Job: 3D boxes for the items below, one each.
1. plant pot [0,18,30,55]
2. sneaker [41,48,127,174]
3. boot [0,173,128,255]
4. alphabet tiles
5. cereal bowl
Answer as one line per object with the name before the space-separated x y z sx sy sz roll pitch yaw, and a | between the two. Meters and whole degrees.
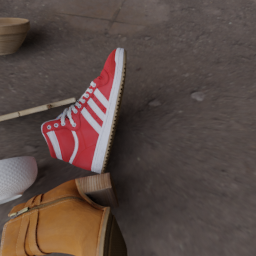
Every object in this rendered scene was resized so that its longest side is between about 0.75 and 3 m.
plant pot | -3.934 -2.748 8.437 1.982 0.915 1.982 1 28 0
sneaker | -0.939 -0.465 6.010 1.532 0.971 2.725 13 96 2
boot | -1.139 1.833 4.609 2.089 0.995 2.700 -18 18 -1
alphabet tiles | -2.308 -0.325 5.997 2.401 2.872 0.108 -15 98 -9
cereal bowl | -2.479 1.101 5.368 1.553 1.553 0.647 -18 78 -14
